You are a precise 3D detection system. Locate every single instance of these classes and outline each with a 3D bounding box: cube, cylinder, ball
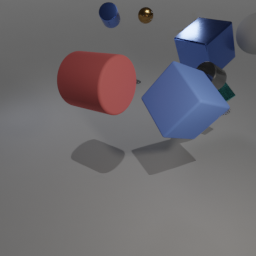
[{"bbox_3d":[1.497,-0.676,7.462,1.400,1.400,1.400,5,49,-43],"label":"cube"},{"bbox_3d":[2.706,-2.820,9.824,1.400,1.400,1.400,-42,44,-17],"label":"cube"},{"bbox_3d":[2.424,-1.518,8.228,0.700,0.700,0.700,10,16,-46],"label":"cylinder"},{"bbox_3d":[-0.681,-4.213,10.492,0.700,0.700,0.700,5,-2,8],"label":"cylinder"},{"bbox_3d":[0.798,-5.079,12.642,0.700,0.700,0.700,0,30,0],"label":"ball"},{"bbox_3d":[3.198,-1.146,9.942,0.700,0.700,0.700,-28,79,-30],"label":"cube"},{"bbox_3d":[4.499,-3.280,9.745,1.400,1.400,1.400,0,30,0],"label":"ball"},{"bbox_3d":[-0.746,-1.117,6.827,1.400,1.400,1.400,15,33,34],"label":"cylinder"}]
